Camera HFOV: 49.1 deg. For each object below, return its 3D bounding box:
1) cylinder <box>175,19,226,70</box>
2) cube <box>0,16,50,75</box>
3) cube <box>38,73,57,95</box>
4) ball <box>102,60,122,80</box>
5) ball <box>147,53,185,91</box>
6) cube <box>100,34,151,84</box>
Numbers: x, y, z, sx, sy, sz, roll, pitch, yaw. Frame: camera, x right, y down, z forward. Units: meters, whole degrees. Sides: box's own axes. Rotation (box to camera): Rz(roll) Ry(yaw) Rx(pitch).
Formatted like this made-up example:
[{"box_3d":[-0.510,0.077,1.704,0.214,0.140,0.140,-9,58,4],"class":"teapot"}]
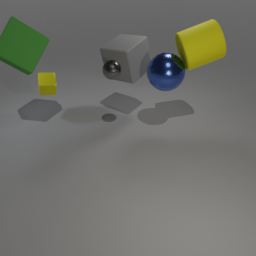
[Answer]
[{"box_3d":[2.593,-2.981,10.114,1.400,1.400,1.400,-20,32,5],"class":"cylinder"},{"box_3d":[-3.856,-2.876,10.074,1.400,1.400,1.400,28,-4,-25],"class":"cube"},{"box_3d":[-3.449,-1.878,11.963,0.700,0.700,0.700,-4,64,-18],"class":"cube"},{"box_3d":[-0.572,-2.084,10.037,0.700,0.700,0.700,0,32,0],"class":"ball"},{"box_3d":[1.397,-2.057,10.314,1.400,1.400,1.400,0,32,0],"class":"ball"},{"box_3d":[-0.059,-2.846,11.417,1.400,1.400,1.400,17,48,33],"class":"cube"}]
